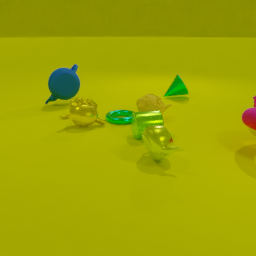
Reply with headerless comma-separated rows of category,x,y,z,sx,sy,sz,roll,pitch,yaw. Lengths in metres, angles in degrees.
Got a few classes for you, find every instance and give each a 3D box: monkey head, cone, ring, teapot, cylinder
monkey head,-1.361,-0.372,8.387,1.382,0.995,0.833,7,61,-18
cone,1.884,-1.559,11.658,0.976,0.973,0.973,-32,18,9
ring,-0.195,-0.362,8.910,1.062,0.212,1.062,0,20,0
ring,3.550,0.041,6.152,2.062,0.412,2.062,20,4,-1
teapot,0.721,0.301,6.068,0.636,0.808,1.299,-25,26,-9
cylinder,0.502,-0.092,7.420,0.710,0.710,0.710,-5,20,-13
teapot,0.796,-0.691,8.758,1.465,0.717,0.911,9,42,-42
teapot,-2.472,-1.616,10.501,1.188,1.911,0.936,38,-5,-30

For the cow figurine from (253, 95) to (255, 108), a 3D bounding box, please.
cow figurine,4.336,-0.591,7.934,1.414,0.776,1.391,-1,41,-24
